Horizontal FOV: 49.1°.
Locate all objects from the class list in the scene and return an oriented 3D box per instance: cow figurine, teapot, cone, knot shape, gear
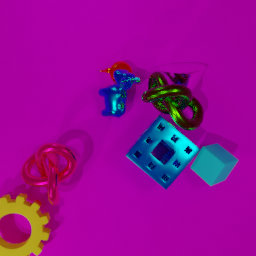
[{"bbox_3d":[-0.222,-0.909,7.658,0.727,1.304,1.325,-10,97,-44],"label":"cow figurine"},{"bbox_3d":[-0.260,-1.571,8.067,1.084,0.531,0.674,9,85,-17],"label":"teapot"},{"bbox_3d":[1.539,-1.099,8.018,1.293,1.293,1.297,-4,114,0],"label":"cone"},{"bbox_3d":[-2.237,1.132,7.639,1.606,0.793,1.717,16,99,33],"label":"knot shape"},{"bbox_3d":[1.177,-0.632,6.994,1.706,1.823,0.843,34,98,-8],"label":"knot shape"},{"bbox_3d":[-3.127,2.783,7.732,1.875,0.347,1.875,0,91,-8],"label":"gear"}]

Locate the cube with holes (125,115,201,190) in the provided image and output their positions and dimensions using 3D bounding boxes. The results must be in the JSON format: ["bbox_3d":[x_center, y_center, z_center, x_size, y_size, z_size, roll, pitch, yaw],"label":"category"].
[{"bbox_3d":[0.869,0.630,7.584,1.332,1.332,1.332,40,88,2],"label":"cube with holes"}]

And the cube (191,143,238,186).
[{"bbox_3d":[2.262,0.945,7.364,0.739,0.739,0.739,44,125,35],"label":"cube"}]
